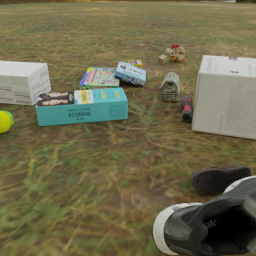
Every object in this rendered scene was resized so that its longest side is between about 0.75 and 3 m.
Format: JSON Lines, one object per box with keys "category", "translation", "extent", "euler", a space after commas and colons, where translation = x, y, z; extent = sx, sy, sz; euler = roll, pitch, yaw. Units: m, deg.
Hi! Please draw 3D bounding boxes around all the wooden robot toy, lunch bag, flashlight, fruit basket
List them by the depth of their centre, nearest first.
{"category": "fruit basket", "translation": [-4.353, -0.227, 7.743], "extent": [2.118, 1.528, 2.118], "euler": [-12, 37, 9]}
{"category": "flashlight", "translation": [1.950, -0.641, 9.333], "extent": [0.422, 0.423, 1.245], "euler": [6, 29, 11]}
{"category": "lunch bag", "translation": [1.604, -1.555, 10.500], "extent": [0.710, 0.855, 1.019], "euler": [6, 30, 11]}
{"category": "wooden robot toy", "translation": [2.552, -3.779, 14.598], "extent": [1.966, 0.866, 0.892], "euler": [-25, 48, -36]}

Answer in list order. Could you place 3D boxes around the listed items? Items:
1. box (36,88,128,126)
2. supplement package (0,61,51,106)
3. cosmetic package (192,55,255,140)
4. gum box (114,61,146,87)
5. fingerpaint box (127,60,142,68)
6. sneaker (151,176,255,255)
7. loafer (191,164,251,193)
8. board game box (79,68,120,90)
{"category": "box", "translation": [-1.488, -0.733, 9.208], "extent": [2.823, 0.694, 1.162], "euler": [-5, 30, -9]}
{"category": "supplement package", "translation": [-4.230, -1.733, 10.534], "extent": [2.039, 1.131, 1.588], "euler": [6, 30, 9]}
{"category": "cosmetic package", "translation": [3.216, -0.976, 8.419], "extent": [2.277, 1.879, 1.877], "euler": [8, 30, 15]}
{"category": "gum box", "translation": [0.125, -2.352, 12.072], "extent": [1.273, 0.334, 1.499], "euler": [18, 28, -5]}
{"category": "fingerpaint box", "translation": [0.312, -3.111, 13.824], "extent": [0.714, 0.314, 0.856], "euler": [-1, 29, -2]}
{"category": "sneaker", "translation": [1.894, 1.455, 4.578], "extent": [2.862, 0.951, 1.295], "euler": [-12, -5, -22]}
{"category": "loafer", "translation": [2.004, 1.100, 6.253], "extent": [1.477, 0.539, 0.524], "euler": [-1, 6, -19]}
{"category": "board game box", "translation": [-1.105, -2.089, 11.992], "extent": [1.548, 0.335, 2.300], "euler": [2, 29, 1]}
